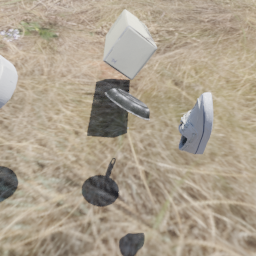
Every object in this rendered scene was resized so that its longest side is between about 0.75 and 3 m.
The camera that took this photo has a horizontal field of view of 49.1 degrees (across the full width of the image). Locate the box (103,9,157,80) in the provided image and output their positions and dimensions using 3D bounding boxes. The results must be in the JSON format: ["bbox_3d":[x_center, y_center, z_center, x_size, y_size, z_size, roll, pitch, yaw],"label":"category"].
[{"bbox_3d":[-0.005,-2.461,7.924,0.936,1.125,2.738,32,25,-20],"label":"box"}]

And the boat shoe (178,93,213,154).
[{"bbox_3d":[0.921,0.001,3.940,0.414,1.265,0.466,1,51,6],"label":"boat shoe"}]

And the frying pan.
[{"bbox_3d":[0.169,-0.469,5.704,1.005,0.270,1.661,37,15,22],"label":"frying pan"}]

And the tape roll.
[{"bbox_3d":[-2.671,-0.858,5.239,1.176,0.411,1.176,-7,68,18],"label":"tape roll"}]
